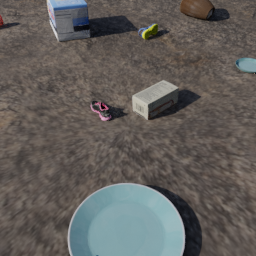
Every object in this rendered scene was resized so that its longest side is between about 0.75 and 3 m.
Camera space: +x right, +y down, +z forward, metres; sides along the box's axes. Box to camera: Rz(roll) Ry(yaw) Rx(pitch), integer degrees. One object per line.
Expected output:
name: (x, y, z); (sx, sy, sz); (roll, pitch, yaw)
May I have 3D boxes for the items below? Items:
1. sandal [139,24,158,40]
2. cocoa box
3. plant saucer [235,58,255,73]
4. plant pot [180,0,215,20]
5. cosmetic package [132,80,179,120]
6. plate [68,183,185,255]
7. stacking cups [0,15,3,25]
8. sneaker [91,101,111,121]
sandal: (1.001, -4.825, 13.833); (0.580, 0.529, 1.332); (26, 46, 32)
cocoa box: (-2.983, -5.603, 13.842); (1.652, 1.625, 2.477); (-13, 43, -15)
plant saucer: (4.975, -2.530, 11.437); (1.158, 0.159, 1.158); (0, 41, 0)
plant pot: (3.928, -6.665, 15.426); (1.467, 1.467, 1.570); (-34, 66, -33)
cosmetic package: (0.914, -0.945, 9.238); (1.447, 0.632, 0.748); (-29, 45, -29)
plate: (-0.031, 2.200, 5.873); (2.408, 0.308, 2.408); (1, 41, 0)
stacking cups: (-7.755, -5.170, 14.132); (2.747, 0.831, 0.831); (-23, 46, -31)
sneaker: (-0.884, -0.684, 9.060); (0.408, 0.492, 1.032); (-26, 46, -25)
